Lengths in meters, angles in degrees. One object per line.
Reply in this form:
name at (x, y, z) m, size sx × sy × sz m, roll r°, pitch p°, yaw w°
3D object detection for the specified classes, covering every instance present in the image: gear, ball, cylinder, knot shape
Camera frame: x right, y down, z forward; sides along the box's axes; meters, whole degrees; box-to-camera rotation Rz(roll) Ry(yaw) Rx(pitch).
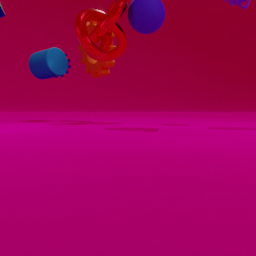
gear at (-1.190, -2.985, 10.546) m, size 0.388 × 2.095 × 2.095 m, roll -13°, pitch 11°, yaw -35°
ball at (0.538, -3.326, 8.198) m, size 1.099 × 1.099 × 1.099 m, roll 0°, pitch 4°, yaw 0°
cylinder at (-3.060, -2.462, 10.779) m, size 1.066 × 1.066 × 1.066 m, roll -3°, pitch 1°, yaw 34°
gear at (-2.950, -2.662, 11.735) m, size 1.090 × 1.090 × 0.202 m, roll -2°, pitch 15°, yaw -24°
knot shape at (-0.780, -2.783, 8.188) m, size 0.963 × 2.084 × 1.950 m, roll 31°, pitch 36°, yaw 20°

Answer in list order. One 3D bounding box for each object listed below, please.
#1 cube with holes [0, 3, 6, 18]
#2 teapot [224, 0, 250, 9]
cube with holes at (-2.269, -1.930, 3.819) m, size 0.729 × 0.729 × 0.729 m, roll -23°, pitch -19°, yaw -9°
teapot at (2.670, -3.500, 7.123) m, size 0.606 × 1.237 × 0.769 m, roll -35°, pitch -20°, yaw 14°
